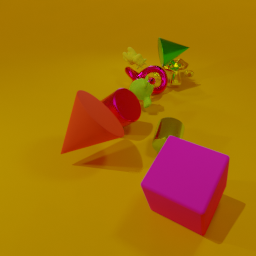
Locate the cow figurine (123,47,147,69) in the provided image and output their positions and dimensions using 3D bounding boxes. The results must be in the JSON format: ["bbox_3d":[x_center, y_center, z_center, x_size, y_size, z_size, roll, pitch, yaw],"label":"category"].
[{"bbox_3d":[0.252,-2.564,10.520,0.963,0.978,0.537,44,86,3],"label":"cow figurine"}]

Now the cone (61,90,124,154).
[{"bbox_3d":[-1.115,0.141,6.618,1.471,1.465,1.465,-44,32,14],"label":"cone"}]

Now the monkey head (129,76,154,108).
[{"bbox_3d":[0.417,-1.119,8.993,0.735,1.220,0.878,19,51,-36],"label":"monkey head"}]

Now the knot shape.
[{"bbox_3d":[0.716,-1.762,10.368,1.567,0.774,1.675,-7,46,-10],"label":"knot shape"}]

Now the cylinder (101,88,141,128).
[{"bbox_3d":[-0.312,-0.486,7.995,1.011,1.011,1.011,-26,10,44],"label":"cylinder"}]

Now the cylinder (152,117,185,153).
[{"bbox_3d":[1.061,0.220,7.328,0.736,0.736,0.736,10,53,14],"label":"cylinder"}]

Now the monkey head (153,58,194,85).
[{"bbox_3d":[1.838,-2.130,11.095,1.679,1.012,1.208,2,76,2],"label":"monkey head"}]

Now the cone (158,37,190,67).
[{"bbox_3d":[1.698,-2.811,10.101,1.065,1.061,1.061,-10,33,0],"label":"cone"}]

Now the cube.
[{"bbox_3d":[1.128,1.096,5.396,1.201,1.201,1.201,20,61,28],"label":"cube"}]
